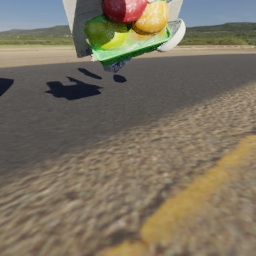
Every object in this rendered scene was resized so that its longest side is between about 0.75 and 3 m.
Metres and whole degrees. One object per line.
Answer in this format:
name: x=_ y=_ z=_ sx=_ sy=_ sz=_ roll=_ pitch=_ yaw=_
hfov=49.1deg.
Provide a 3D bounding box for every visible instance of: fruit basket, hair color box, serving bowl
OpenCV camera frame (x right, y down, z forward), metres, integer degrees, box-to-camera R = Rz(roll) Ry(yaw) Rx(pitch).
fruit basket: x=-0.027 y=-2.419 z=5.660 sx=2.483 sy=1.257 sz=2.681 roll=-19 pitch=-17 yaw=-6
hair color box: x=-0.339 y=-2.223 z=9.188 sx=0.491 sy=0.297 sz=0.983 roll=18 pitch=52 yaw=32
serving bowl: x=1.600 y=-3.344 z=10.430 sx=0.469 sy=1.426 sz=1.426 roll=37 pitch=4 yaw=-24

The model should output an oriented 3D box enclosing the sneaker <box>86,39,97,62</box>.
sneaker: x=-1.511 y=-3.106 z=10.855 sx=0.555 sy=1.253 sz=0.482 roll=-34 pitch=-1 yaw=-7
